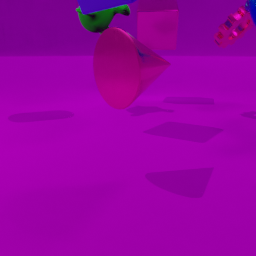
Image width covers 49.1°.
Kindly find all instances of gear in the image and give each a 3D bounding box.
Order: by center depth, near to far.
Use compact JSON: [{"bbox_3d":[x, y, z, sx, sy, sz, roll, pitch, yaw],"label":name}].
[{"bbox_3d":[2.896,-2.701,7.485,1.278,1.278,0.236,-15,65,-43],"label":"gear"}]

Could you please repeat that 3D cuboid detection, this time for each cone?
[{"bbox_3d":[0.220,-0.820,3.747,1.001,0.997,0.997,-14,21,-35],"label":"cone"}]

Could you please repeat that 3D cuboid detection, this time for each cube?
[{"bbox_3d":[-0.318,-3.138,5.460,1.254,1.254,1.254,3,38,33],"label":"cube"},{"bbox_3d":[1.020,-3.636,9.827,1.350,1.350,1.350,1,39,5],"label":"cube"}]

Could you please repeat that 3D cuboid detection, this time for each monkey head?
[{"bbox_3d":[-0.707,-3.223,8.010,1.340,1.123,1.863,27,6,14],"label":"monkey head"}]

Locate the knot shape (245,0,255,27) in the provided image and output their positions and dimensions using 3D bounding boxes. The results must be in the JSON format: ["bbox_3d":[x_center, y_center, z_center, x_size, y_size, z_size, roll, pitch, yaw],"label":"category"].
[{"bbox_3d":[2.810,-2.744,4.940,0.934,1.892,2.021,25,47,13],"label":"knot shape"}]
